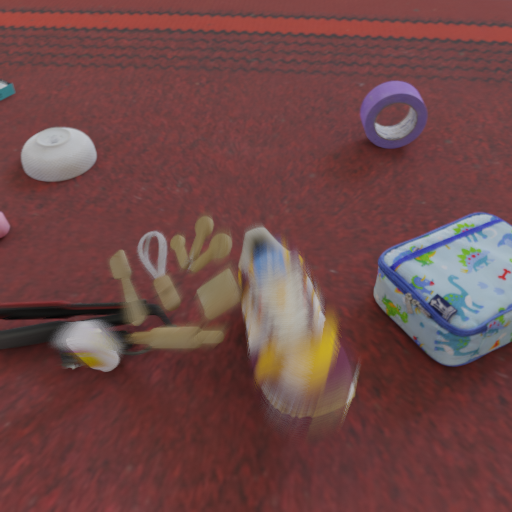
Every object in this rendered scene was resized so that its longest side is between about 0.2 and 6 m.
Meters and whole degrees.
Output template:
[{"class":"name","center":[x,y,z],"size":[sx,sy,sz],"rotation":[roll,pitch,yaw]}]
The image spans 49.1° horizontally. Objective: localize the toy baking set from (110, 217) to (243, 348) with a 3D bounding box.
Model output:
[{"class":"toy baking set","center":[-1.231,0.445,8.314],"size":[2.519,0.293,1.933],"rotation":[-11,66,30]}]

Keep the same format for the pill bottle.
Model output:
[{"class":"pill bottle","center":[-2.250,1.296,7.818],"size":[0.445,0.854,0.445],"rotation":[-9,52,11]}]

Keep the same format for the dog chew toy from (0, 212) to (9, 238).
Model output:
[{"class":"dog chew toy","center":[-4.949,-0.473,10.181],"size":[0.831,0.517,0.517],"rotation":[-30,51,-19]}]

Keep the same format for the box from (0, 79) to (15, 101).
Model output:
[{"class":"box","center":[-6.664,-4.004,13.963],"size":[0.478,0.286,1.162],"rotation":[25,49,24]}]

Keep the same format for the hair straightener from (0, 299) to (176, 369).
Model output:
[{"class":"hair straightener","center":[-2.634,1.234,8.503],"size":[2.826,0.578,1.087],"rotation":[0,60,-8]}]

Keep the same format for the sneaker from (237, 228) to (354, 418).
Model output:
[{"class":"sneaker","center":[0.321,0.761,7.607],"size":[1.215,1.460,3.241],"rotation":[-18,28,-8]}]

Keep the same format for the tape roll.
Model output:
[{"class":"tape roll","center":[2.985,-3.064,12.222],"size":[1.347,1.347,0.572],"rotation":[-1,43,-1]}]

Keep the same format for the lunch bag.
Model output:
[{"class":"lunch bag","center":[3.326,0.415,8.849],"size":[2.635,1.086,2.118],"rotation":[-19,44,-20]}]

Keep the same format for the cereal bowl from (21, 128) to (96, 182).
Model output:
[{"class":"cereal bowl","center":[-4.240,-2.276,11.930],"size":[1.534,0.639,1.534],"rotation":[0,43,0]}]
